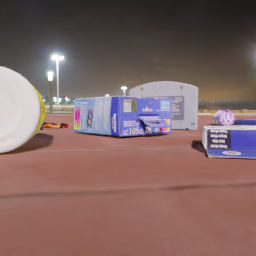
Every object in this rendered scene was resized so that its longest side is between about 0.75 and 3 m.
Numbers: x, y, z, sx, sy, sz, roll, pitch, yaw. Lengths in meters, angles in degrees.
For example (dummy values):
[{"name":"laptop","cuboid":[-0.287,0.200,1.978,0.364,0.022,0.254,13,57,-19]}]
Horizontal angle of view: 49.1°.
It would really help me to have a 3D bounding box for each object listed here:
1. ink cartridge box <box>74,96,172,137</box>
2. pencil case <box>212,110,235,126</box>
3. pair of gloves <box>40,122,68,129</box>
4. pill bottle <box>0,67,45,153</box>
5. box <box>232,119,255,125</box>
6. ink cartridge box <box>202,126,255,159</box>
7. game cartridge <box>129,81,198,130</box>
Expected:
[{"name":"ink cartridge box","cuboid":[-0.066,-0.338,7.696,1.845,1.032,2.704,-3,2,-39]},{"name":"pencil case","cuboid":[4.316,-0.466,12.624,0.696,0.709,1.658,8,5,5]},{"name":"pair of gloves","cuboid":[-3.643,-0.120,10.527,2.034,0.282,2.283,1,3,25]},{"name":"pill bottle","cuboid":[-2.229,-0.314,5.161,1.320,1.320,2.372,-1,3,-14]},{"name":"box","cuboid":[5.609,-0.268,13.123,1.648,0.267,0.998,2,4,43]},{"name":"ink cartridge box","cuboid":[2.216,0.181,4.580,1.925,0.391,1.928,1,4,12]},{"name":"game cartridge","cuboid":[1.235,-0.809,10.080,2.559,1.704,0.523,2,6,28]}]
